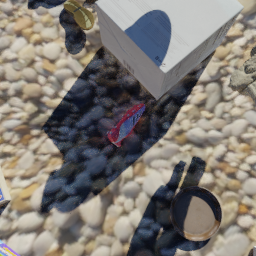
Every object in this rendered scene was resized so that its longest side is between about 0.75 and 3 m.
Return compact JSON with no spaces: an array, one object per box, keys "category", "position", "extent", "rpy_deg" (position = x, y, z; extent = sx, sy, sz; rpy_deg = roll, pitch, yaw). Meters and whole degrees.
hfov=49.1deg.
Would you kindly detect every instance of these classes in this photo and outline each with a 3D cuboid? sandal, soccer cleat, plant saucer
[{"category":"sandal","position":[-1.386,-3.210,8.055],"extent":[0.535,0.360,1.332],"rpy_deg":[-36,65,-13]},{"category":"soccer cleat","position":[0.017,-0.099,7.313],"extent":[1.310,0.437,0.501],"rpy_deg":[-46,113,-16]},{"category":"plant saucer","position":[1.652,2.077,6.860],"extent":[1.273,0.204,1.273],"rpy_deg":[0,77,1]}]

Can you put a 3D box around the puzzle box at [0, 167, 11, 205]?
[{"category":"puzzle box","position":[-4.548,1.494,6.912],"extent":[2.814,0.358,1.872],"rpy_deg":[-24,79,-6]}]

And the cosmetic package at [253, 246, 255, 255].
[{"category":"cosmetic package","position":[4.279,3.433,6.295],"extent":[2.690,0.681,1.110],"rpy_deg":[6,76,1]}]

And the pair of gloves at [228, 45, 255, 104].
[{"category":"pair of gloves","position":[3.135,-1.532,5.077],"extent":[0.489,2.373,2.790],"rpy_deg":[43,105,-12]}]

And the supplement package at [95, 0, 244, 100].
[{"category":"supplement package","position":[0.929,-2.554,7.108],"extent":[2.466,1.814,2.358],"rpy_deg":[-40,80,-9]}]

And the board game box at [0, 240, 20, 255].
[{"category":"board game box","position":[-1.701,2.328,3.166],"extent":[1.151,0.383,1.712],"rpy_deg":[31,75,8]}]
